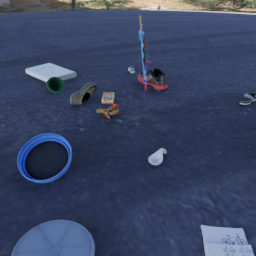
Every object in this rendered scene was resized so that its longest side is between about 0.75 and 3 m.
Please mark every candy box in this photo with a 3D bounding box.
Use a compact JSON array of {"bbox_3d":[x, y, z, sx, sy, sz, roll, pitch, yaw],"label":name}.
[{"bbox_3d":[-0.975,-1.474,13.792,0.547,0.262,0.948,1,29,0],"label":"candy box"}]

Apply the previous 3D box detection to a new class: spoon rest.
[{"bbox_3d":[1.029,0.946,9.463,0.471,0.287,0.948,16,32,26],"label":"spoon rest"}]

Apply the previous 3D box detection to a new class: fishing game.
[{"bbox_3d":[0.733,-3.118,11.663,0.439,2.825,2.023,-4,39,5],"label":"fishing game"}]

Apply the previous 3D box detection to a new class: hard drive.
[{"bbox_3d":[-4.712,-3.359,17.057,2.743,0.366,1.810,24,37,37],"label":"hard drive"}]

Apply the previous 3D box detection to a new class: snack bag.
[{"bbox_3d":[2.299,2.712,6.474,1.085,0.123,1.151,3,29,5],"label":"snack bag"}]

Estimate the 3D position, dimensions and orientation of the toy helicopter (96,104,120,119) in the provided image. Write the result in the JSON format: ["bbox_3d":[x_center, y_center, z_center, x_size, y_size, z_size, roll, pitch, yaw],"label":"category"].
[{"bbox_3d":[-0.960,-0.721,12.449,1.090,0.430,0.721,3,37,28],"label":"toy helicopter"}]

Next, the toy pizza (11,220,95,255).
[{"bbox_3d":[-1.632,2.785,6.181,1.800,0.285,1.800,1,29,-1],"label":"toy pizza"}]

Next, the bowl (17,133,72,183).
[{"bbox_3d":[-2.574,0.947,8.762,1.668,0.327,1.668,-2,56,3],"label":"bowl"}]

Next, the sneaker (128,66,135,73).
[{"bbox_3d":[0.245,-3.766,17.768,0.340,0.379,0.877,-8,30,-15],"label":"sneaker"}]

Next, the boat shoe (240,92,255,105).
[{"bbox_3d":[5.881,-1.452,13.622,1.270,0.393,0.475,-20,35,-31],"label":"boat shoe"}]

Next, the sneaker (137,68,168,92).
[{"bbox_3d":[1.324,-2.825,15.381,0.790,1.092,2.236,-22,34,-29],"label":"sneaker"}]

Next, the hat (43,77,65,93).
[{"bbox_3d":[-3.983,-2.200,15.221,0.911,0.968,1.099,-28,81,-23],"label":"hat"}]

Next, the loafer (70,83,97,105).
[{"bbox_3d":[-2.031,-1.613,13.729,0.663,0.716,1.903,22,43,20],"label":"loafer"}]
